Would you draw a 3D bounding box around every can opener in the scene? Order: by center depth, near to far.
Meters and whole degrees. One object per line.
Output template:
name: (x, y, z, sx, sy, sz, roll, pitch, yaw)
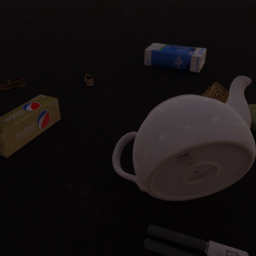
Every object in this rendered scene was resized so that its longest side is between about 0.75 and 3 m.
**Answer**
can opener: (1.267, 2.315, 5.245, 2.006, 0.671, 0.535, 12, 71, 18)

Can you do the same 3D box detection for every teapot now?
teapot: (1.283, 0.256, 6.520, 2.844, 2.807, 2.077, 0, 48, -16)

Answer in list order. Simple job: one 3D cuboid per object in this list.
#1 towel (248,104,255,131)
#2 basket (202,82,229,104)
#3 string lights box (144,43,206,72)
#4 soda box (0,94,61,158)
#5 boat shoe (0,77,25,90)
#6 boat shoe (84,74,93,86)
towel: (4.697, -0.306, 9.759, 1.502, 0.369, 2.024, -11, 33, -19)
basket: (2.664, -0.112, 9.132, 1.611, 1.682, 2.258, 41, 41, 2)
string lights box: (2.481, -3.756, 14.726, 2.924, 0.862, 1.502, 13, 35, 20)
soda box: (-3.325, -0.158, 9.047, 0.816, 0.864, 2.550, 15, 35, 22)
boat shoe: (-5.161, -1.989, 12.402, 1.108, 0.389, 0.390, -19, 39, -26)
boat shoe: (-1.790, -2.290, 12.872, 0.400, 0.379, 1.056, -10, 34, -16)
